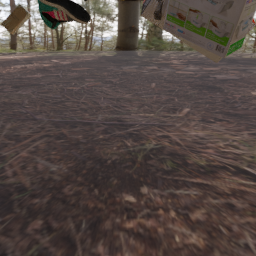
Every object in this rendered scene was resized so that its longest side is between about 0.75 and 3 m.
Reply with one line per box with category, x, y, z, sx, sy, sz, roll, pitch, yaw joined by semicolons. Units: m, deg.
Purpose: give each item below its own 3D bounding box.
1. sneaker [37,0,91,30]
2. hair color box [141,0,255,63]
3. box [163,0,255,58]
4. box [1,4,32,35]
sneaker;-1.993;-3.349;8.475;1.597;0.964;0.668;24;56;-12
hair color box;1.769;-2.938;7.167;2.530;1.403;0.809;25;46;-19
box;1.694;-2.526;5.793;1.673;1.476;0.809;36;50;28
box;-4.429;-4.307;11.128;0.524;1.104;0.429;43;3;-8
